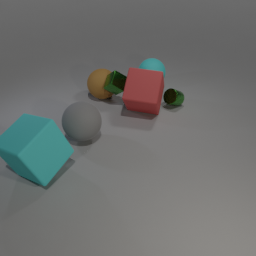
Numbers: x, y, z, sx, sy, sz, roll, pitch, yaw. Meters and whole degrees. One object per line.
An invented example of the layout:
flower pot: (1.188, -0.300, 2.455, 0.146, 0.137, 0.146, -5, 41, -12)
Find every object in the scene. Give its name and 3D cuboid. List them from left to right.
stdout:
cube: (-2.755, 0.603, 8.240, 1.400, 1.400, 1.400, 11, 51, 35)
ball: (-1.633, -0.237, 9.911, 1.400, 1.400, 1.400, 0, 32, 0)
ball: (-1.197, -2.053, 13.030, 1.400, 1.400, 1.400, 0, 32, 0)
cube: (-0.530, -1.954, 12.134, 0.700, 0.700, 0.700, 24, -21, -28)
cube: (0.675, -1.498, 11.593, 1.400, 1.400, 1.400, 10, 77, 12)
ball: (1.203, -2.827, 14.243, 1.400, 1.400, 1.400, 0, 32, 0)
cylinder: (2.026, -1.350, 12.371, 0.700, 0.700, 0.700, 26, 13, 35)
